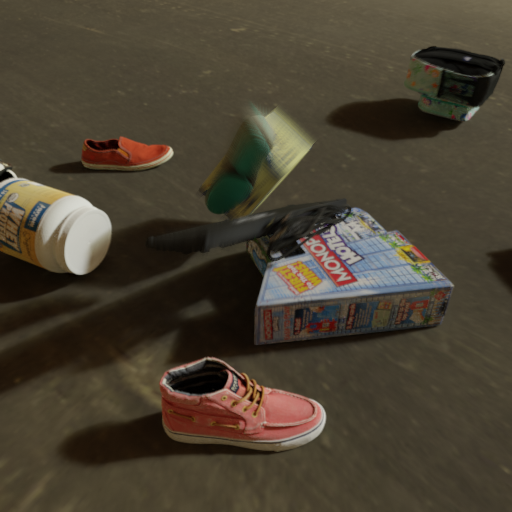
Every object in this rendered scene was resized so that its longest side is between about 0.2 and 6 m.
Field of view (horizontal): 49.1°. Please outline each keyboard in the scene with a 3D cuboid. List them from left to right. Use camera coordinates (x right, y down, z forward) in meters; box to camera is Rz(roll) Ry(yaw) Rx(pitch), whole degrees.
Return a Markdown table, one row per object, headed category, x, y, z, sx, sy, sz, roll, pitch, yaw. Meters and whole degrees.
| category | x | y | z | sx | sy | sz | roll | pitch | yaw |
| --- | --- | --- | --- | --- | --- | --- | --- | --- | --- |
| keyboard | 0.143 | -0.319 | 8.771 | 1.809 | 0.689 | 3.475 | -2 | 12 | 45 |

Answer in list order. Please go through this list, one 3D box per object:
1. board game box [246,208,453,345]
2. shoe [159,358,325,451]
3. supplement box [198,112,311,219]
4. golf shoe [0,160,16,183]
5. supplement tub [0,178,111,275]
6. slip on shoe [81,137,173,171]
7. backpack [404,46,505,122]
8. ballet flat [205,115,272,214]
| category | x | y | z | sx | sy | sz | roll | pitch | yaw |
| --- | --- | --- | --- | --- | --- | --- | --- | --- | --- |
| board game box | 1.110 | 0.272 | 9.771 | 3.127 | 0.965 | 3.129 | -14 | 41 | -19 |
| shoe | -0.176 | 2.008 | 7.617 | 2.289 | 1.041 | 0.818 | 0 | 39 | 1 |
| supplement box | -0.010 | -1.633 | 10.478 | 1.027 | 1.530 | 1.528 | 42 | 37 | -2 |
| golf shoe | -6.064 | -1.756 | 12.360 | 1.524 | 1.254 | 3.226 | 6 | 35 | -25 |
| supplement tub | -3.880 | -0.532 | 10.391 | 2.016 | 1.458 | 1.458 | 18 | 42 | 21 |
| slip on shoe | -3.109 | -2.498 | 13.448 | 2.182 | 0.668 | 0.808 | -1 | 38 | -4 |
| backpack | 5.296 | -4.819 | 15.390 | 2.326 | 1.751 | 2.065 | 26 | 40 | 19 |
| ballet flat | -0.257 | -1.428 | 8.917 | 0.653 | 1.937 | 0.617 | 19 | 49 | -17 |
